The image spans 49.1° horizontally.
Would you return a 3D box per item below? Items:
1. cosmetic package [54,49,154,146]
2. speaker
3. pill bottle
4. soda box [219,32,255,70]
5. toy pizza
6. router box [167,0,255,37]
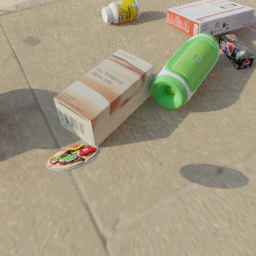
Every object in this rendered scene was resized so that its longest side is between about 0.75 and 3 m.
[{"bbox_3d":[-0.563,-0.909,7.836,1.374,1.159,2.658,30,56,22],"label":"cosmetic package"},{"bbox_3d":[1.824,-1.803,8.575,1.219,1.219,2.755,27,55,20],"label":"speaker"},{"bbox_3d":[-0.299,-4.657,11.196,1.392,0.785,0.785,-20,53,-16],"label":"pill bottle"},{"bbox_3d":[3.741,-2.707,9.771,0.542,0.485,1.530,-11,51,-9],"label":"soda box"},{"bbox_3d":[-1.008,0.490,5.152,1.016,0.161,1.016,-11,18,4],"label":"toy pizza"},{"bbox_3d":[3.073,-4.256,10.690,2.428,0.593,2.179,-19,40,-15],"label":"router box"}]
